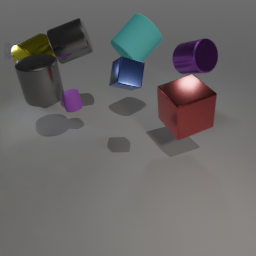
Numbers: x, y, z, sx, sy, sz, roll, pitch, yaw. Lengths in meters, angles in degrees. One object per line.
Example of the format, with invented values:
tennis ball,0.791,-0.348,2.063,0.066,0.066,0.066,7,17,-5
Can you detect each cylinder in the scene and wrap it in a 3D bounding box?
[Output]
cylinder,2.889,-3.054,12.118,1.400,1.400,1.400,-17,15,-27
cylinder,0.313,-3.243,10.458,1.400,1.400,1.400,-48,41,0
cylinder,-3.064,-1.680,9.829,1.400,1.400,1.400,-3,36,2
cylinder,-2.298,-3.467,11.226,1.400,1.400,1.400,-20,31,4
cylinder,-2.196,-1.072,10.950,0.700,0.700,0.700,-10,29,6
cylinder,-3.931,-3.111,11.959,1.400,1.400,1.400,19,46,29

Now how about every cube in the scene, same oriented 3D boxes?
cube,-0.038,-1.455,7.605,0.700,0.700,0.700,9,-2,-21
cube,1.920,-0.709,9.360,1.400,1.400,1.400,-20,42,-13
